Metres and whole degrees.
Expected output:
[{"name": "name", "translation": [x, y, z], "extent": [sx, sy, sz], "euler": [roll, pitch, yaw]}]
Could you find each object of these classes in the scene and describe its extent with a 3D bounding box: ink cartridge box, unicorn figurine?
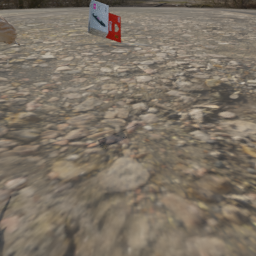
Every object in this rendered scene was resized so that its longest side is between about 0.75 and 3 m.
[{"name": "ink cartridge box", "translation": [-0.749, -3.678, 9.679], "extent": [1.207, 0.303, 1.391], "euler": [11, 59, -21]}, {"name": "unicorn figurine", "translation": [-3.493, -2.445, 5.810], "extent": [1.867, 2.718, 1.004], "euler": [-23, 50, -17]}]
